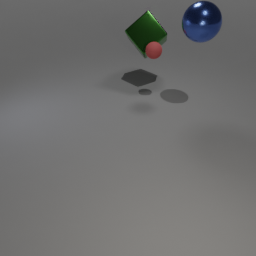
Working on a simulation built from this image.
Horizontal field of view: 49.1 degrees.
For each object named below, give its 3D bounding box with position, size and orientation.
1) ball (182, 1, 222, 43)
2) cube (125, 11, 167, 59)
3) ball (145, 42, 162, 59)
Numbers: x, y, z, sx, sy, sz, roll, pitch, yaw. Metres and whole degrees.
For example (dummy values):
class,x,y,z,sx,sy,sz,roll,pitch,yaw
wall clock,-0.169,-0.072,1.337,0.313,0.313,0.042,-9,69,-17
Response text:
class,x,y,z,sx,sy,sz,roll,pitch,yaw
ball,2.627,-3.774,9.990,1.400,1.400,1.400,0,33,0
cube,0.879,-4.352,13.234,1.400,1.400,1.400,-39,0,8
ball,1.083,-3.247,11.730,0.700,0.700,0.700,0,33,0
